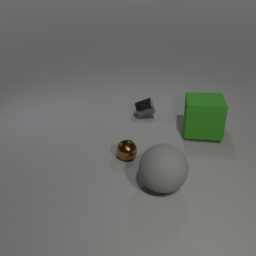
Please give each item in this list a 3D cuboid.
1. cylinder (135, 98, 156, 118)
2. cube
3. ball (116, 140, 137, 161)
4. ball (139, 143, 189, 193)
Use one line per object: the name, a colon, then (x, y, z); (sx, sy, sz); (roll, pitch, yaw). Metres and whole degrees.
cylinder: (0.730, -0.857, 11.890); (0.700, 0.700, 0.700); (-18, 27, 14)
cube: (2.861, -0.469, 10.592); (1.400, 1.400, 1.400); (3, 26, 8)
ball: (-0.042, 0.737, 9.374); (0.700, 0.700, 0.700); (0, 30, 0)
ball: (1.006, 1.133, 7.931); (1.400, 1.400, 1.400); (0, 30, 0)
